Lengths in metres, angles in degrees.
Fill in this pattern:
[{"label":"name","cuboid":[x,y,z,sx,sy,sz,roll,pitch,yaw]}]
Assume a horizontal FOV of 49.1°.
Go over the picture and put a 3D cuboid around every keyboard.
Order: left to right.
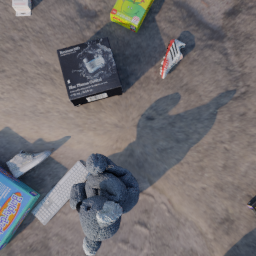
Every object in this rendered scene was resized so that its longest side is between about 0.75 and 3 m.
[{"label":"keyboard","cuboid":[-2.222,2.169,9.411,0.647,0.123,2.299,42,84,5]}]

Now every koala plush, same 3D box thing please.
[{"label":"koala plush","cuboid":[-0.668,2.267,8.009,2.067,2.249,1.995,26,116,-8]}]

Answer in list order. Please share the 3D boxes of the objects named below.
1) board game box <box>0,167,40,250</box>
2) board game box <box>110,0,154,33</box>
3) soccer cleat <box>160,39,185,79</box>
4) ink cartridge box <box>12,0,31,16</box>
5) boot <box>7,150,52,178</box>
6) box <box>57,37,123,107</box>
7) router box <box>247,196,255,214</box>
[{"label":"board game box","cuboid":[-4.613,2.317,9.137,2.719,0.612,2.068,34,84,4]},{"label":"board game box","cuboid":[0.324,-4.642,10.051,1.075,0.504,2.115,27,84,3]},{"label":"soccer cleat","cuboid":[1.557,-2.396,9.790,0.638,0.514,1.499,17,79,5]},{"label":"ink cartridge box","cuboid":[-3.841,-4.593,10.135,0.578,0.335,0.993,-3,83,0]},{"label":"boot","cuboid":[-3.331,1.003,9.336,1.464,0.539,0.700,-34,90,-3]},{"label":"box","cuboid":[-1.262,-1.855,9.442,1.767,1.055,1.797,-16,82,-2]},{"label":"router box","cuboid":[4.928,2.484,9.225,1.539,0.402,1.210,-42,85,-5]}]
